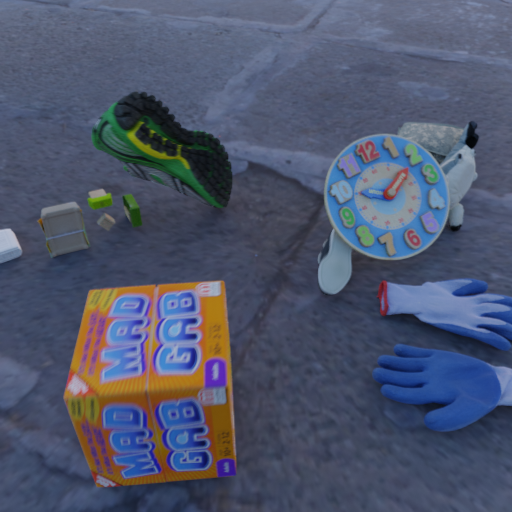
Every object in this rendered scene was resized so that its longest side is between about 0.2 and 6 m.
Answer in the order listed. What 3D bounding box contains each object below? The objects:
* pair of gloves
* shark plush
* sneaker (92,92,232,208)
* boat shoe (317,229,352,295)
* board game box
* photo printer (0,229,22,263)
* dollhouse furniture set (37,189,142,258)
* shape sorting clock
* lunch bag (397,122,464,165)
[{"bbox_3d":[3.210,1.473,9.068,2.579,0.366,3.209,6,41,9],"label":"pair of gloves"},{"bbox_3d":[3.864,-1.828,11.666,1.147,1.251,2.753,14,76,50],"label":"shark plush"},{"bbox_3d":[-1.710,-1.951,11.113,1.423,3.341,1.303,-13,57,37],"label":"sneaker"},{"bbox_3d":[1.439,0.150,10.361,0.611,0.488,1.617,28,51,-2],"label":"boat shoe"},{"bbox_3d":[-1.266,1.684,7.516,1.864,1.866,1.864,-4,37,-3],"label":"board game box"},{"bbox_3d":[-5.019,-0.199,10.973,0.658,0.275,0.791,-23,46,-23],"label":"photo printer"},{"bbox_3d":[-3.326,-0.754,11.201,1.931,0.965,0.745,-16,31,-19],"label":"dollhouse furniture set"},{"bbox_3d":[2.469,-1.121,10.486,2.419,0.475,2.419,1,79,-4],"label":"shape sorting clock"},{"bbox_3d":[3.984,-2.394,12.899,1.692,0.995,1.388,18,45,12],"label":"lunch bag"}]
